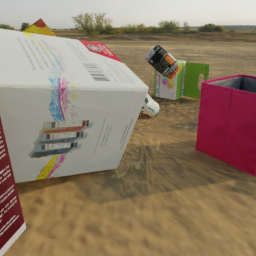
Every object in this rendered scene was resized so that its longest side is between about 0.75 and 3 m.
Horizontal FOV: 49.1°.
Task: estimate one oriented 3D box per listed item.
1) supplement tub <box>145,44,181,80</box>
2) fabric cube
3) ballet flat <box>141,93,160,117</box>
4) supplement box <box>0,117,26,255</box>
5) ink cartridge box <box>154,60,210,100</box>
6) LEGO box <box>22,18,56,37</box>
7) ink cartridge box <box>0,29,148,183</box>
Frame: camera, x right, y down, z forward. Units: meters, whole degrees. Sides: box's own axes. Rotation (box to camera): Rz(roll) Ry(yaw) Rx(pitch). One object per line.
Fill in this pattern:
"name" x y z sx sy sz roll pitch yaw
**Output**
"supplement tub" 1.343 -2.471 10.581 1.267 0.776 0.776 43 27 0
"fabric cube" 2.836 -0.205 6.601 1.722 1.749 1.755 -16 26 -33
"ballet flat" 0.472 -0.980 10.009 0.677 0.677 1.950 -8 25 -19
"supplement box" -2.396 0.349 3.566 1.530 2.812 0.856 7 27 17
"ink cartridge box" 2.131 -1.929 11.386 2.077 1.535 0.787 17 27 37
"LEGO box" -2.777 -1.657 8.063 2.336 1.740 0.901 -40 3 -8
"ink cartridge box" -1.596 -0.461 5.477 2.940 2.126 2.136 -2 39 -34
